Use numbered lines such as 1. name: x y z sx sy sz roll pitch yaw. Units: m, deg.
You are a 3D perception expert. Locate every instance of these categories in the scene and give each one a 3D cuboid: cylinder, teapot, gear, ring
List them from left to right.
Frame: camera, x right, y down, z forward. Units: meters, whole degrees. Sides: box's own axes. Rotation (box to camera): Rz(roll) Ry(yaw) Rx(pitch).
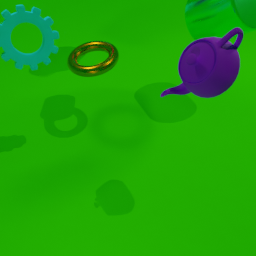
1. gear: -2.005 -1.778 5.572 1.210 1.210 0.224 -19 31 -17
2. ring: -0.842 -1.684 6.744 1.269 0.254 1.269 -5 49 6
3. teapot: 1.133 -0.919 4.282 0.737 1.506 0.936 8 49 -42
4. cylinder: 2.373 -2.890 6.928 1.389 1.389 1.389 -38 19 -31
